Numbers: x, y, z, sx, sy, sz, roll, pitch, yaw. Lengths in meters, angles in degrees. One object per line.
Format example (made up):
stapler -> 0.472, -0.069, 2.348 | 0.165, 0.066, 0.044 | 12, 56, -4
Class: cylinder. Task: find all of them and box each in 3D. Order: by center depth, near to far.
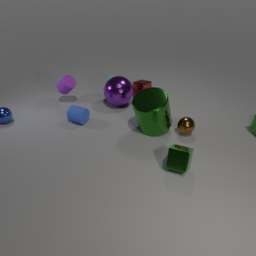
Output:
cylinder -> 0.962, -0.638, 11.007 | 1.400, 1.400, 1.400 | -9, 47, 9
cylinder -> -2.112, -0.569, 11.905 | 0.700, 0.700, 0.700 | 16, 35, 23
cylinder -> -2.889, -2.029, 13.124 | 0.700, 0.700, 0.700 | -32, 4, 44

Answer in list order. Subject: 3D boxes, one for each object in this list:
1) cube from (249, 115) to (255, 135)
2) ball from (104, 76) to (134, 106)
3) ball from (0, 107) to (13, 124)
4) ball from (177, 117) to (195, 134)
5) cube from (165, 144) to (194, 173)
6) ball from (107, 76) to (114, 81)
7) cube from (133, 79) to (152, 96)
cube -> 5.371, -0.064, 11.011 | 0.700, 0.700, 0.700 | -1, 31, -18
ball -> -0.438, -1.728, 13.103 | 1.400, 1.400, 1.400 | 0, 32, 0
ball -> -5.276, -0.539, 11.875 | 0.700, 0.700, 0.700 | 0, 32, 0
ball -> 2.298, -0.094, 11.061 | 0.700, 0.700, 0.700 | 0, 32, 0
cube -> 1.693, 0.985, 9.191 | 0.700, 0.700, 0.700 | 13, 11, 20
ball -> -0.792, -2.432, 14.914 | 0.700, 0.700, 0.700 | 0, 32, 0
cube -> 0.719, -1.990, 14.113 | 0.700, 0.700, 0.700 | 18, 31, 36
